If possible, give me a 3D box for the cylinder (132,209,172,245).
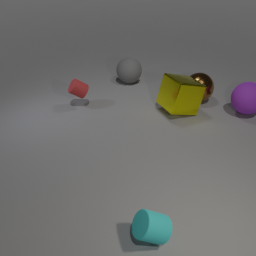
[{"bbox_3d":[0.564,2.336,6.618,0.700,0.700,0.700,23,22,-27],"label":"cylinder"}]

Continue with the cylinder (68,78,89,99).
[{"bbox_3d":[-2.248,-1.784,12.687,0.700,0.700,0.700,23,20,-29],"label":"cylinder"}]

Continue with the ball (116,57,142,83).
[{"bbox_3d":[0.062,-3.167,15.343,1.400,1.400,1.400,0,32,0],"label":"ball"}]

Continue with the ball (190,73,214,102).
[{"bbox_3d":[3.379,-1.935,13.367,1.400,1.400,1.400,0,32,0],"label":"ball"}]

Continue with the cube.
[{"bbox_3d":[2.308,-1.483,12.340,1.400,1.400,1.400,0,28,-28],"label":"cube"}]

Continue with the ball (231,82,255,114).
[{"bbox_3d":[5.191,-1.291,12.122,1.400,1.400,1.400,0,32,0],"label":"ball"}]
